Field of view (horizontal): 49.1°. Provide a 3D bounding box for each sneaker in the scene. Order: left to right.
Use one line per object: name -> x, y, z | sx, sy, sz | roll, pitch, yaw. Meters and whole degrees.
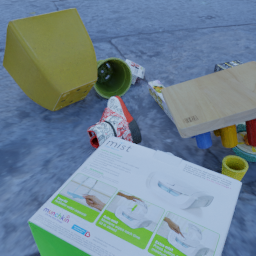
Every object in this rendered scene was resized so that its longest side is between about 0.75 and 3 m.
sneaker -> -0.619, -0.179, 8.280 | 1.322, 0.824, 2.467 | -17, 35, -11

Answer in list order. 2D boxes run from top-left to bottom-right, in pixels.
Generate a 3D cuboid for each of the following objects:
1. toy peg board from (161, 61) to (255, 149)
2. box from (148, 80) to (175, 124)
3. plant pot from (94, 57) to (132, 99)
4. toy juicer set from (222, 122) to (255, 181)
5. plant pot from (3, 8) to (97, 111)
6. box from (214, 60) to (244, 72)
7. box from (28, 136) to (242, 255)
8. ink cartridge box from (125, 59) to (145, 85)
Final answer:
toy peg board -> 2.608, -0.392, 7.383 | 2.850, 1.400, 2.862 | -17, 25, 5
box -> 1.302, -0.954, 9.626 | 0.433, 0.464, 2.239 | -18, 40, -10
plant pot -> -0.788, -1.982, 10.457 | 1.476, 1.476, 1.402 | -14, 26, -18
toy juicer set -> 3.600, 0.515, 7.402 | 1.803, 0.771, 2.834 | 16, 39, 20
plant pot -> -2.371, -2.041, 9.331 | 2.375, 2.391, 2.446 | -30, 84, -34
box -> 4.547, -2.279, 11.517 | 1.273, 0.388, 1.579 | -13, 38, -20
box -> 0.248, 1.715, 5.206 | 2.936, 1.420, 2.591 | 17, 40, 22
ink cartridge box -> 0.186, -2.228, 11.307 | 0.895, 0.427, 1.019 | 24, 37, -7
